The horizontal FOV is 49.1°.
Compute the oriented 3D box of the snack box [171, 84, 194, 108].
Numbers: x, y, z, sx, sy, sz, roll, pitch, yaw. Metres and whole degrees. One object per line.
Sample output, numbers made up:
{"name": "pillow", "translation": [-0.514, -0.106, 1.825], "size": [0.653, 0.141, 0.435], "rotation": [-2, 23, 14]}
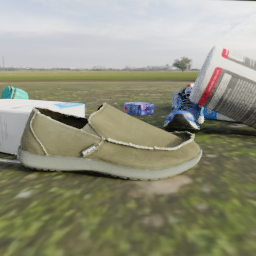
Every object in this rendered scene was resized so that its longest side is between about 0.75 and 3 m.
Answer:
{"name": "snack box", "translation": [3.366, -1.320, 11.601], "size": [2.655, 0.703, 1.888], "rotation": [-3, -4, -14]}

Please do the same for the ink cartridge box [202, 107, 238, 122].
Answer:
{"name": "ink cartridge box", "translation": [4.078, -0.833, 9.028], "size": [2.024, 1.169, 2.773], "rotation": [-10, 15, -42]}

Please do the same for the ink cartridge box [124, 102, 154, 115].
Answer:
{"name": "ink cartridge box", "translation": [0.478, -0.733, 10.567], "size": [0.733, 0.410, 1.075], "rotation": [-11, 17, -42]}

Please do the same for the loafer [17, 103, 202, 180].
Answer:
{"name": "loafer", "translation": [-0.285, 0.140, 4.404], "size": [2.938, 1.023, 1.105], "rotation": [2, 11, -2]}

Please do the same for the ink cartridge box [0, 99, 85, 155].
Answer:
{"name": "ink cartridge box", "translation": [-2.412, -0.109, 6.123], "size": [2.616, 0.887, 1.506], "rotation": [7, 13, 31]}

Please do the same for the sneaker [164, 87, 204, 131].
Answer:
{"name": "sneaker", "translation": [1.625, -0.580, 7.919], "size": [0.997, 1.132, 2.539], "rotation": [4, 12, 19]}

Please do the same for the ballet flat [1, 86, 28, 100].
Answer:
{"name": "ballet flat", "translation": [-5.407, -1.453, 13.488], "size": [0.947, 0.906, 2.690], "rotation": [22, -3, -35]}

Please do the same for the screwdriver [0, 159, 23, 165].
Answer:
{"name": "screwdriver", "translation": [-2.555, 0.485, 4.729], "size": [2.596, 0.362, 0.378], "rotation": [4, 20, -1]}

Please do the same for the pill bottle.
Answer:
{"name": "pill bottle", "translation": [3.001, -0.827, 6.795], "size": [2.683, 1.486, 1.486], "rotation": [24, 15, 6]}
